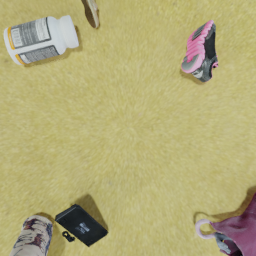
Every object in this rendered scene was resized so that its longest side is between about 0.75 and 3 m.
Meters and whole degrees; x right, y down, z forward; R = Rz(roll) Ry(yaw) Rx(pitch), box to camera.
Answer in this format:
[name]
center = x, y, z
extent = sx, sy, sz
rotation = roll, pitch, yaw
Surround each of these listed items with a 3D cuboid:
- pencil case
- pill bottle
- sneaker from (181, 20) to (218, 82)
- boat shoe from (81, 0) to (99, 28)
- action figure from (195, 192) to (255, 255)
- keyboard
[pencil case]
center = -2.668, 3.289, 7.360
extent = 1.038, 2.321, 0.903
rotation = -3, 107, -2
[pill bottle]
center = -2.575, -2.684, 8.467
extent = 1.961, 1.141, 1.141
rotation = -15, 84, 0
[sneaker]
center = 2.357, -2.304, 8.538
extent = 1.065, 0.882, 2.232
rotation = 34, 61, -21
[boat shoe]
center = -1.141, -3.798, 8.780
extent = 0.404, 0.447, 1.253
rotation = -30, 111, -31
[action figure]
center = 3.656, 2.609, 8.018
extent = 2.820, 2.100, 1.889
rotation = -48, 131, -22
[keyboard]
center = -1.371, 2.815, 7.873
extent = 1.027, 0.219, 1.711
rotation = -34, 125, 0
